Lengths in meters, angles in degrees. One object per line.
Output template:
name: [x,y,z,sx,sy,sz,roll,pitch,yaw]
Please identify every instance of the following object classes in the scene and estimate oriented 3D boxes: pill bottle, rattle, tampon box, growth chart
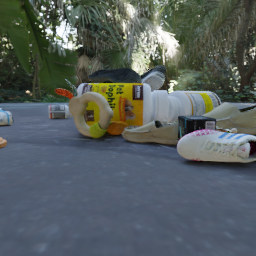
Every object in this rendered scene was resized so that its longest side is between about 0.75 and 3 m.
pill bottle: [-3.644,-0.885,15.155,1.248,0.723,0.723,-1,7,-14]
rattle: [-1.057,-0.659,8.590,2.065,1.344,1.475,36,38,29]
pill bottle: [2.326,-0.729,10.828,2.568,1.403,1.403,-4,8,-36]
pill bottle: [-0.178,-0.694,9.467,2.968,1.621,1.621,0,7,1]
tampon box: [1.501,0.123,6.247,0.632,0.750,1.001,0,7,1]
growth chart: [1.853,0.041,7.604,2.006,0.178,1.451,8,-8,18]

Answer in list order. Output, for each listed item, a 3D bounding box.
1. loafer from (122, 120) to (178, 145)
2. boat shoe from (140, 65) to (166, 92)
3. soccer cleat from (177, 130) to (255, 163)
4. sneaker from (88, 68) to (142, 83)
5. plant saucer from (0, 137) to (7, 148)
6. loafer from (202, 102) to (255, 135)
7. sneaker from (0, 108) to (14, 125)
loafer: [0.641,0.077,7.388,1.713,0.585,0.648,3,7,25]
boat shoe: [0.714,-1.835,11.877,0.888,0.800,2.512,37,-34,-23]
soccer cleat: [1.772,0.341,5.139,1.669,0.583,0.721,0,7,-7]
sneaker: [-0.360,-1.562,11.394,2.729,1.563,1.043,7,45,42]
plant saucer: [-3.583,0.356,6.703,1.246,0.201,1.246,0,6,0]
loafer: [2.971,-0.312,8.911,2.937,1.003,1.111,-1,7,-7]
sneaker: [-5.637,-0.460,11.889,1.841,0.690,0.798,6,14,44]
